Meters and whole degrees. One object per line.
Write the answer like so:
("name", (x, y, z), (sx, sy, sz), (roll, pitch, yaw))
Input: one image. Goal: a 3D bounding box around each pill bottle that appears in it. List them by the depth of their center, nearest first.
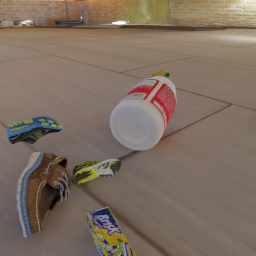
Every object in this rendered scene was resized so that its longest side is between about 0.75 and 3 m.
("pill bottle", (0.664, -0.658, 9.119), (1.611, 1.611, 2.869), (9, 32, 19))

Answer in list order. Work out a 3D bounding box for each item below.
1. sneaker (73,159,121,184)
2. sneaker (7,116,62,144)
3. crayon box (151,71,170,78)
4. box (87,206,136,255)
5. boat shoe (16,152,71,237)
("sneaker", (-0.813, 0.998, 7.209), (1.299, 0.484, 0.549), (-12, 28, -24))
("sneaker", (-2.581, 0.087, 7.779), (1.518, 0.629, 0.538), (-14, 46, -35))
("crayon box", (1.820, -3.012, 15.942), (0.984, 0.250, 0.624), (-22, 33, -38))
("box", (-0.337, 2.036, 5.084), (0.465, 0.427, 1.329), (-11, 28, -22))
("boat shoe", (-1.765, 1.228, 6.159), (0.961, 0.959, 2.654), (-4, 26, -8))
